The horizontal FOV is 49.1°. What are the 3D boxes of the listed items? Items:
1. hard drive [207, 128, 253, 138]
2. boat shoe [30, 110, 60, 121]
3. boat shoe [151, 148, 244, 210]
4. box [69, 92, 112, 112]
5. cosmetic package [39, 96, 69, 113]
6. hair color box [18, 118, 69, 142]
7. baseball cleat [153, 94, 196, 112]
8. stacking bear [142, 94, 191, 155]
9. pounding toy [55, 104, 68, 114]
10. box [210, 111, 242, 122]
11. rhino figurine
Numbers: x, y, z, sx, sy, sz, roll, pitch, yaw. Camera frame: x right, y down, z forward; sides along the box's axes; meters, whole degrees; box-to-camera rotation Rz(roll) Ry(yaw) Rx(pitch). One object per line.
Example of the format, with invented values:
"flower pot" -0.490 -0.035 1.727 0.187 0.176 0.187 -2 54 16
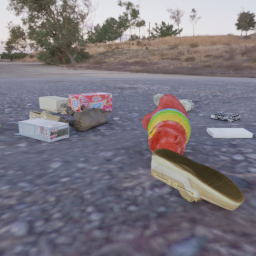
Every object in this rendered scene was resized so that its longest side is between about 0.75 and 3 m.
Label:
"hard drive" 3.647 0.175 10.150 1.348 0.180 0.889 0 13 0
"boat shoe" -3.694 -0.523 12.439 1.506 0.489 0.543 4 14 16
"boat shoe" 1.253 1.049 5.426 1.926 0.639 0.713 29 28 37
"box" -1.917 -1.274 14.511 2.088 0.997 1.041 -12 18 -41
"cosmetic package" -4.017 -1.334 15.476 0.977 0.690 1.888 -12 17 -42
"hair color box" -2.997 0.048 9.932 1.735 0.526 0.859 9 16 35
"baseball cleat" 2.585 -1.335 15.566 1.291 0.846 2.426 -5 23 -45
"stacking bear" 1.140 0.136 8.041 1.352 1.443 2.377 39 21 -6
"pounding toy" -3.206 -0.988 14.339 0.524 0.526 0.917 5 14 39
"box" 4.527 -0.533 12.950 0.868 0.274 1.101 -11 17 -38
"rhino figurine" -1.526 -0.465 11.480 1.159 0.792 2.650 23 20 21
